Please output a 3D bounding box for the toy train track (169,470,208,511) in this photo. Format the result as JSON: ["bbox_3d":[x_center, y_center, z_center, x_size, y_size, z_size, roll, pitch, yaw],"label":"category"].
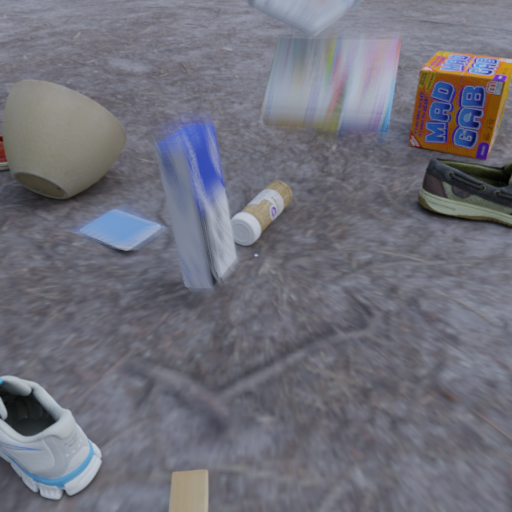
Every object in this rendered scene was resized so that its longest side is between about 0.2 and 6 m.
[{"bbox_3d":[-1.122,2.621,4.498,2.761,0.449,1.584,-5,41,3],"label":"toy train track"}]

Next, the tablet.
[{"bbox_3d":[-2.220,-0.431,9.106,1.188,0.081,0.773,19,43,34],"label":"tablet"}]

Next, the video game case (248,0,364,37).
[{"bbox_3d":[0.986,-4.042,8.421,1.859,0.168,1.331,-41,62,-20],"label":"video game case"}]

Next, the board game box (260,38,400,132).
[{"bbox_3d":[1.166,-2.689,8.735,1.936,0.390,1.481,7,68,15],"label":"board game box"}]

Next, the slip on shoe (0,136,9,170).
[{"bbox_3d":[-4.462,-2.394,11.574,2.304,0.705,0.853,-23,39,-32],"label":"slip on shoe"}]

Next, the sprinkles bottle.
[{"bbox_3d":[0.089,-0.735,9.290,0.510,0.510,1.496,15,37,21],"label":"sprinkles bottle"}]

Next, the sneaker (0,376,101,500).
[{"bbox_3d":[-2.586,1.498,5.600,2.299,0.996,0.862,13,37,20],"label":"sneaker"}]

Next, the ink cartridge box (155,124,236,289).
[{"bbox_3d":[-0.731,-0.625,7.165,0.422,1.907,0.896,1,26,21],"label":"ink cartridge box"}]

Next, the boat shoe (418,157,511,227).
[{"bbox_3d":[4.298,-1.110,9.427,2.959,0.972,1.057,8,35,11],"label":"boat shoe"}]

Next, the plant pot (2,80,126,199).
[{"bbox_3d":[-3.546,-1.849,9.903,2.123,2.123,1.425,10,70,15],"label":"plant pot"}]

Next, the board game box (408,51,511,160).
[{"bbox_3d":[4.390,-3.258,11.974,1.655,1.656,1.655,16,37,22],"label":"board game box"}]
